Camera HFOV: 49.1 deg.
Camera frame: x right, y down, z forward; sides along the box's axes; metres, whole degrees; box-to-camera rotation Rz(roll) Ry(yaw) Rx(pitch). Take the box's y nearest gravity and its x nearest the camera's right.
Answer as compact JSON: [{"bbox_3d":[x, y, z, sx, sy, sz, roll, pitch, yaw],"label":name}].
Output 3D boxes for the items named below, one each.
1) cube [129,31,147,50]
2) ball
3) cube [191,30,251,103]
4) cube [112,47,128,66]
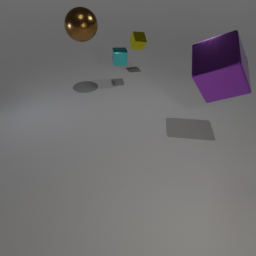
[{"bbox_3d":[0.544,-4.834,15.531,0.700,0.700,0.700,-4,69,-22],"label":"cube"},{"bbox_3d":[-1.973,-4.352,11.802,1.400,1.400,1.400,0,32,0],"label":"ball"},{"bbox_3d":[2.872,-1.843,8.651,1.400,1.400,1.400,-12,53,30],"label":"cube"},{"bbox_3d":[-0.414,-3.614,14.155,0.700,0.700,0.700,-3,37,-9],"label":"cube"}]
